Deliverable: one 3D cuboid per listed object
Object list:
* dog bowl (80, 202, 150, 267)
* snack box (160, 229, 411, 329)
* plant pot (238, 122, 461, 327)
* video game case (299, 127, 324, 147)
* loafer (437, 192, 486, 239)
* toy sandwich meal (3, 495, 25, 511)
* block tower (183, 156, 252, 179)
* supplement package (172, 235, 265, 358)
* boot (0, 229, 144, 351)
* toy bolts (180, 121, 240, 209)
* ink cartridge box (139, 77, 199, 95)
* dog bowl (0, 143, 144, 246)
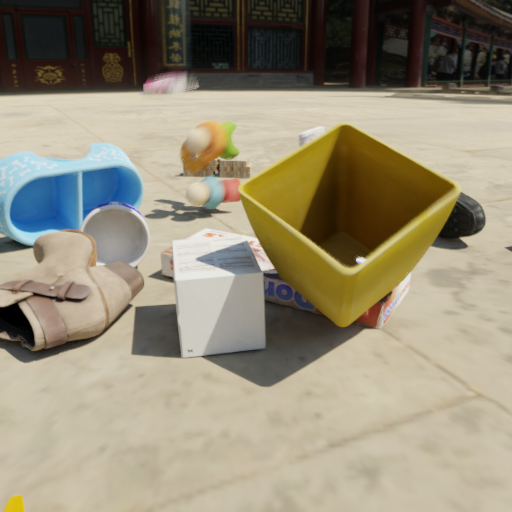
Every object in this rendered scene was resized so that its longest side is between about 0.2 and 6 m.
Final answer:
[{"bbox_3d":[-2.338,-0.315,9.270,1.129,1.129,0.444,-5,19,-12],"label":"dog bowl"},{"bbox_3d":[0.377,0.246,8.672,3.693,0.449,1.328,12,25,27],"label":"snack box"},{"bbox_3d":[1.097,-0.245,6.943,1.843,1.625,1.843,-35,53,-22],"label":"plant pot"},{"bbox_3d":[1.299,-1.940,12.576,0.158,1.750,1.253,4,20,26],"label":"video game case"},{"bbox_3d":[3.728,-1.126,11.527,1.082,1.047,3.084,-14,20,-12],"label":"loafer"},{"bbox_3d":[-2.175,2.087,3.623,1.677,0.574,1.677,0,20,0],"label":"toy sandwich meal"},{"bbox_3d":[-1.107,-2.563,16.158,1.946,0.526,0.562,2,20,5],"label":"block tower"},{"bbox_3d":[-0.519,0.470,7.232,1.047,1.055,1.390,-5,21,-8],"label":"supplement package"},{"bbox_3d":[-2.932,0.407,7.698,2.641,0.928,1.931,14,26,33],"label":"boot"},{"bbox_3d":[-1.264,-1.913,12.286,1.760,1.843,1.278,-6,6,38],"label":"toy bolts"},{"bbox_3d":[-1.336,-2.545,8.401,0.479,0.188,1.011,-26,26,-32],"label":"ink cartridge box"},{"bbox_3d":[-3.587,-1.145,10.845,3.149,1.755,0.781,-17,38,-39],"label":"dog bowl"}]
